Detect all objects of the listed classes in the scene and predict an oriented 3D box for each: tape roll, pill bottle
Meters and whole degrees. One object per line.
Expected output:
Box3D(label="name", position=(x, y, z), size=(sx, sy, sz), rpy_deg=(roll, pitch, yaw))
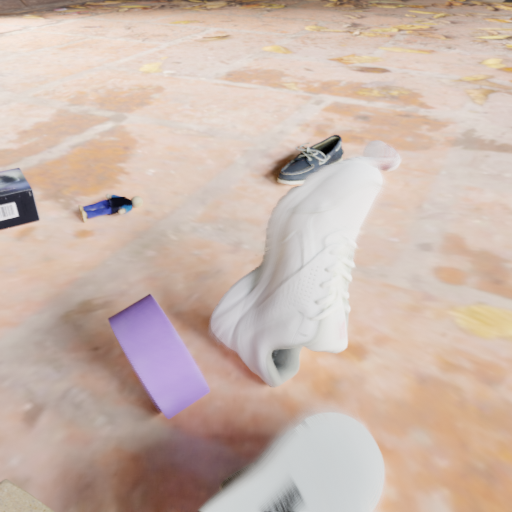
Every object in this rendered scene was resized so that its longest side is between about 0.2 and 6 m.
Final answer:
Box3D(label="tape roll", position=(-0.958, 0.984, 5.527), size=(0.490, 1.153, 1.153), rpy_deg=(-32, 41, -13))
Box3D(label="pill bottle", position=(2.243, -1.753, 9.913), size=(0.430, 0.430, 0.753), rpy_deg=(26, 11, 34))

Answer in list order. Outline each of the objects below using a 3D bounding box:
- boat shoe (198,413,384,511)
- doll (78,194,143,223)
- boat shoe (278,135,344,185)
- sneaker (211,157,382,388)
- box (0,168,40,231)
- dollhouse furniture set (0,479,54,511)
Box3D(label="boat shoe", position=(0.120, 1.940, 4.340), size=(2.448, 0.779, 0.865), rpy_deg=(-9, 63, -49))
Box3D(label="doll", position=(-2.372, -0.825, 9.219), size=(1.024, 0.248, 0.699), rpy_deg=(-15, 37, -21))
Box3D(label="boat shoe", position=(1.050, -1.801, 10.437), size=(1.773, 0.548, 0.664), rpy_deg=(-28, 42, -36))
Box3D(label="sneaker", position=(0.626, 0.276, 5.680), size=(1.037, 2.662, 1.323), rpy_deg=(-7, 46, -45))
Box3D(label="box", position=(-4.154, -0.898, 9.003), size=(1.003, 0.618, 0.995), rpy_deg=(-18, 36, -26))
Box3D(label="dollhouse furniture set", position=(-1.073, 2.271, 3.065), size=(2.097, 2.120, 1.092), rpy_deg=(38, 35, -4))
